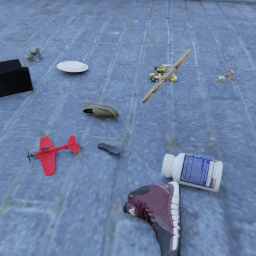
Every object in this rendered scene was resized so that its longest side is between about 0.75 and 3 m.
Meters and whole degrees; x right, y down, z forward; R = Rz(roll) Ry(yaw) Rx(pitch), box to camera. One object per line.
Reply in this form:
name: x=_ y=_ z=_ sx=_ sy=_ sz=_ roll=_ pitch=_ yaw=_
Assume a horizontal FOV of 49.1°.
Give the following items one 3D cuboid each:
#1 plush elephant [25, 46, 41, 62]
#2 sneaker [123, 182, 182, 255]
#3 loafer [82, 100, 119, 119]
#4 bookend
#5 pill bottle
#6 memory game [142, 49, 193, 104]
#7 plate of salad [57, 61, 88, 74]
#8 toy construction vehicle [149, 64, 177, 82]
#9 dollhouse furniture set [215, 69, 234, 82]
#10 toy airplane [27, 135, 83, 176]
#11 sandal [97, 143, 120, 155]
plush elephant: x=-4.627 y=-3.695 z=13.749 sx=0.755 sy=0.710 sz=0.917 roll=-23 pitch=44 yaw=-27
sneaker: x=0.512 y=2.133 z=6.350 sx=1.353 sy=0.886 sz=2.342 roll=1 pitch=28 yaw=9
loafer: x=-0.998 y=-0.555 z=9.948 sx=1.447 sy=0.544 sz=0.504 roll=14 pitch=53 yaw=23
bookend: x=-5.408 y=-2.267 z=11.671 sx=2.229 sy=1.033 sz=2.243 roll=-17 pitch=41 yaw=-22
pill bottle: x=1.695 y=1.144 z=7.494 sx=1.498 sy=0.831 sz=0.831 roll=11 pitch=40 yaw=14
memory game: x=1.149 y=-1.558 z=8.452 sx=0.139 sy=2.181 sz=2.181 roll=42 pitch=45 yaw=-4
plate of salad: x=-2.546 y=-2.765 z=12.876 sx=1.421 sy=0.341 sz=1.421 roll=6 pitch=30 yaw=-3
toy construction vehicle: x=1.564 y=-2.436 z=12.371 sx=1.226 sy=0.432 sz=1.067 roll=4 pitch=38 yaw=6
dollhouse furniture set: x=4.194 y=-2.346 z=12.304 sx=0.778 sy=0.380 sz=0.663 roll=3 pitch=38 yaw=3
toy airplane: x=-2.192 y=0.679 z=8.502 sx=1.729 sy=0.318 sz=1.729 roll=0 pitch=40 yaw=0
sandal: x=-0.579 y=0.664 z=8.671 sx=0.853 sy=0.183 sz=0.324 roll=19 pitch=34 yaw=37
